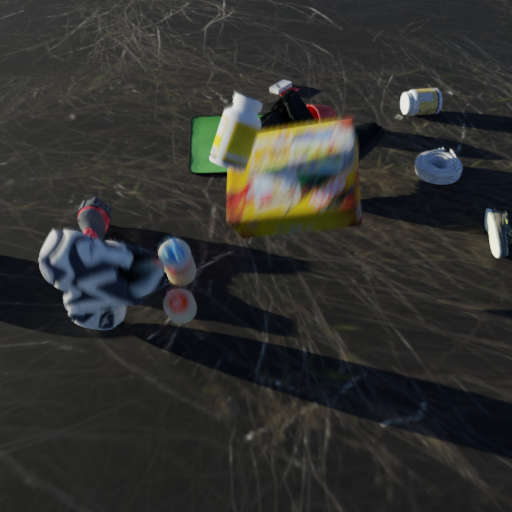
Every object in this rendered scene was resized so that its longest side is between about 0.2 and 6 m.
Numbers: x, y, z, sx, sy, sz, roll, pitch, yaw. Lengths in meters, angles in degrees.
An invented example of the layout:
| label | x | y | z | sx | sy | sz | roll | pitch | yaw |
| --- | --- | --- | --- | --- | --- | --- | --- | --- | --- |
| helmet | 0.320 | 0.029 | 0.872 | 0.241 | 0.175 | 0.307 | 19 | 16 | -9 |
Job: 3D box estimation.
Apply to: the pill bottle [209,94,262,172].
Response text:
| label | x | y | z | sx | sy | sz | roll | pitch | yaw |
| --- | --- | --- | --- | --- | --- | --- | --- | --- | --- |
| pill bottle | -0.332 | -2.203 | 10.058 | 0.709 | 1.266 | 0.709 | 19 | 13 | -5 |

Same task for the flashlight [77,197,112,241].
| label | x | y | z | sx | sy | sz | roll | pitch | yaw |
| --- | --- | --- | --- | --- | --- | --- | --- | --- | --- |
| flashlight | -3.512 | -0.327 | 11.590 | 0.749 | 0.751 | 2.211 | 12 | 37 | -9 |

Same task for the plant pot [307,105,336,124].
| label | x | y | z | sx | sy | sz | roll | pitch | yaw |
| --- | --- | --- | --- | --- | --- | --- | --- | --- | --- |
| plant pot | 1.790 | -3.860 | 15.720 | 0.728 | 0.823 | 0.823 | -16 | 43 | -31 |

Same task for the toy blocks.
| label | x | y | z | sx | sy | sz | roll | pitch | yaw |
| --- | --- | --- | --- | --- | --- | --- | --- | --- | --- |
| toy blocks | -1.273 | 0.388 | 9.002 | 0.524 | 1.442 | 1.202 | -2 | 73 | -2 |

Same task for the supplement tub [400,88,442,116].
| label | x | y | z | sx | sy | sz | roll | pitch | yaw |
| --- | --- | --- | --- | --- | --- | --- | --- | --- | --- |
| supplement tub | 4.836 | -4.508 | 16.428 | 1.019 | 0.741 | 0.741 | -6 | 42 | -7 |

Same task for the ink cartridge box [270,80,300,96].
| label | x | y | z | sx | sy | sz | roll | pitch | yaw |
| --- | --- | --- | --- | --- | --- | --- | --- | --- | --- |
| ink cartridge box | 0.914 | -5.326 | 17.804 | 0.668 | 0.169 | 0.758 | 26 | 48 | 28 |

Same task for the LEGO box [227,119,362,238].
| label | x | y | z | sx | sy | sz | roll | pitch | yaw |
| --- | --- | --- | --- | --- | --- | --- | --- | --- | --- |
| LEGO box | 0.738 | -1.446 | 10.737 | 2.432 | 0.939 | 1.811 | -6 | 69 | 15 |

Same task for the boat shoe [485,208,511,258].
| label | x | y | z | sx | sy | sz | roll | pitch | yaw |
| --- | --- | --- | --- | --- | --- | --- | --- | --- | --- |
| boat shoe | 5.242 | -0.507 | 11.985 | 0.465 | 0.557 | 1.557 | 3 | 37 | 11 |

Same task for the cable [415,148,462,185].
| label | x | y | z | sx | sy | sz | roll | pitch | yaw |
| --- | --- | --- | --- | --- | --- | --- | --- | --- | --- |
| cable | 4.571 | -2.231 | 14.085 | 1.159 | 0.401 | 1.158 | -7 | 43 | -7 |

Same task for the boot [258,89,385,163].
| label | x | y | z | sx | sy | sz | roll | pitch | yaw |
| --- | --- | --- | --- | --- | --- | --- | --- | --- | --- |
| boot | 1.561 | -3.048 | 13.347 | 2.823 | 1.078 | 2.372 | -43 | 97 | -26 |

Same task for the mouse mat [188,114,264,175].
| label | x | y | z | sx | sy | sz | roll | pitch | yaw |
| --- | --- | --- | --- | --- | --- | --- | --- | --- | --- |
| mouse mat | -0.580 | -3.107 | 15.321 | 2.513 | 0.118 | 3.123 | -3 | 42 | -3 |

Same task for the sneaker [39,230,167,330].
| label | x | y | z | sx | sy | sz | roll | pitch | yaw |
| --- | --- | --- | --- | --- | --- | --- | --- | --- | --- |
| sneaker | -2.195 | 0.555 | 9.167 | 1.701 | 2.613 | 1.043 | 7 | 53 | 12 |
